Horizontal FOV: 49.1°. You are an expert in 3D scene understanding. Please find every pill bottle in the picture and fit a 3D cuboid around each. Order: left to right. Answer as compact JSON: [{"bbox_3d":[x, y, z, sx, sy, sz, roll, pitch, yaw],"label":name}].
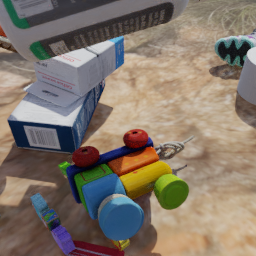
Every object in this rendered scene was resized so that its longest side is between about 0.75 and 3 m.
[{"bbox_3d":[-0.166,-1.752,3.119,2.503,1.416,1.416,-17,43,-1],"label":"pill bottle"}]

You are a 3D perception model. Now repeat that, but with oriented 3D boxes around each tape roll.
[{"bbox_3d":[4.005,-1.439,7.788,1.632,1.121,1.632,0,42,0],"label":"tape roll"}]

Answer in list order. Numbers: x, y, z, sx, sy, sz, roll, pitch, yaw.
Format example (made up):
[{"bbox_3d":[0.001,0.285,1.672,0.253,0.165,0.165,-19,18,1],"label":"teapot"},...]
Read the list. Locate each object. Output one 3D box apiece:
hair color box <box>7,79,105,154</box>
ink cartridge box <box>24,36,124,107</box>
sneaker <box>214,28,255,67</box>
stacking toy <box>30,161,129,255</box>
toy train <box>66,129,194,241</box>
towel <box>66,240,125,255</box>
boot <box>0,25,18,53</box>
[{"bbox_3d":[-1.606,-0.741,7.157,1.489,0.901,2.978,6,42,7],"label":"hair color box"},{"bbox_3d":[-1.288,-1.604,6.836,1.400,0.819,2.414,21,45,22],"label":"ink cartridge box"},{"bbox_3d":[4.092,-2.874,9.624,2.550,0.991,1.784,8,40,-5],"label":"sneaker"},{"bbox_3d":[-1.306,1.621,4.811,1.699,0.529,2.254,-26,41,-27],"label":"stacking toy"},{"bbox_3d":[0.502,0.782,4.909,2.822,1.195,1.633,-19,25,-20],"label":"toy train"},{"bbox_3d":[-0.622,2.368,4.236,0.926,0.144,1.280,8,42,10],"label":"towel"},{"bbox_3d":[-2.881,-2.587,5.565,2.902,1.556,1.089,33,6,5],"label":"boot"}]
